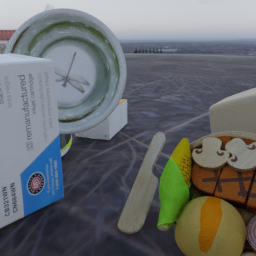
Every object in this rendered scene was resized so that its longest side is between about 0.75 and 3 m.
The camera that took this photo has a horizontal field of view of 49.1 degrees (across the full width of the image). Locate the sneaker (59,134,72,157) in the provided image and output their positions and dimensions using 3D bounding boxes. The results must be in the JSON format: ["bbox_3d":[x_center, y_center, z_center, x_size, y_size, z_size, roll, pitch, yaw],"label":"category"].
[{"bbox_3d":[-1.931,0.244,5.403,0.854,0.935,2.311,9,20,27],"label":"sneaker"}]

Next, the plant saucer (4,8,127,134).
[{"bbox_3d":[-1.180,-1.052,5.420,2.312,2.312,0.580,0,5,-1],"label":"plant saucer"}]

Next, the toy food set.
[{"bbox_3d":[1.214,0.704,3.238,2.595,0.521,1.792,7,56,25],"label":"toy food set"}]

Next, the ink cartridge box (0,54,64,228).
[{"bbox_3d":[-2.339,0.314,3.236,1.227,2.125,2.910,17,26,38],"label":"ink cartridge box"}]

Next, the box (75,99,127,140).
[{"bbox_3d":[-0.669,-0.293,7.418,0.930,0.729,1.495,5,19,16],"label":"box"}]

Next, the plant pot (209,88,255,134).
[{"bbox_3d":[2.475,0.005,5.310,1.475,1.664,1.666,0,14,37],"label":"plant pot"}]
